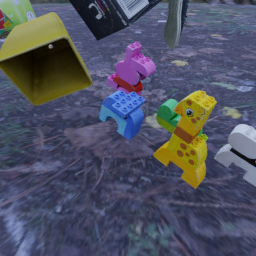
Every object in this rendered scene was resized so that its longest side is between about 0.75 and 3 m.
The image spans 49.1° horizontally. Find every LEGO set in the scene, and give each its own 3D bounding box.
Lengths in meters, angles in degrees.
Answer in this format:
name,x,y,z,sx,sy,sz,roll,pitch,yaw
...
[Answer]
name,x,y,z,sx,sy,sz,roll,pitch,yaw
LEGO set,0.694,-0.239,3.933,2.984,1.225,1.138,36,47,18

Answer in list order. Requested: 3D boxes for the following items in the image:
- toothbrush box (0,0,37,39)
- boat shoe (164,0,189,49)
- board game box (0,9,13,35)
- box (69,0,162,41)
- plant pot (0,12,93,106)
name,x,y,z,sx,sy,sz,roll,pitch,yaw
toothbrush box,-3.324,-3.306,7.210,1.270,1.744,0.751,-27,14,-24
boat shoe,1.242,-2.728,7.036,0.454,1.460,0.545,-20,39,-32
board game box,-3.736,-1.936,6.196,2.294,1.096,0.344,-43,69,0
box,-0.397,-3.503,7.186,1.481,1.707,2.792,-41,21,-10
plant pot,-1.779,-1.612,6.143,1.483,1.482,1.308,-18,57,5
